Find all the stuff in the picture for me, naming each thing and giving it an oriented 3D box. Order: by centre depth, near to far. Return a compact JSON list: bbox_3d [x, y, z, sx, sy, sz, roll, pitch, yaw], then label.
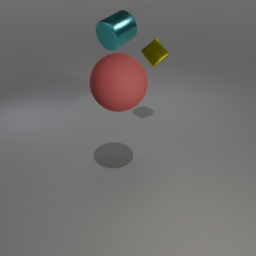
[{"bbox_3d":[-0.225,-1.091,6.772,1.400,1.400,1.400,0,30,0],"label":"ball"},{"bbox_3d":[0.960,-2.609,9.864,0.700,0.700,0.700,-39,-1,11],"label":"cube"},{"bbox_3d":[-0.533,-4.512,12.964,1.400,1.400,1.400,25,52,36],"label":"cylinder"}]
